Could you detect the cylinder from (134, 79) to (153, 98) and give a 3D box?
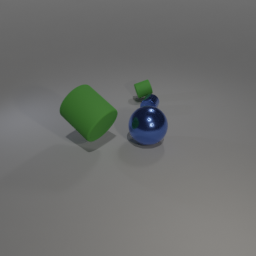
[{"bbox_3d":[0.716,-1.832,13.115,0.700,0.700,0.700,-20,32,0],"label":"cylinder"}]

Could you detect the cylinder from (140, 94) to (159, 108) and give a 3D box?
[{"bbox_3d":[0.959,-1.047,12.302,0.700,0.700,0.700,9,31,16],"label":"cylinder"}]

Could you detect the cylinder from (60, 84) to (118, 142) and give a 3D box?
[{"bbox_3d":[-1.309,-0.498,9.381,1.400,1.400,1.400,42,44,15],"label":"cylinder"}]

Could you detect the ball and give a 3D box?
[{"bbox_3d":[0.709,-0.090,9.926,1.400,1.400,1.400,0,30,0],"label":"ball"}]
